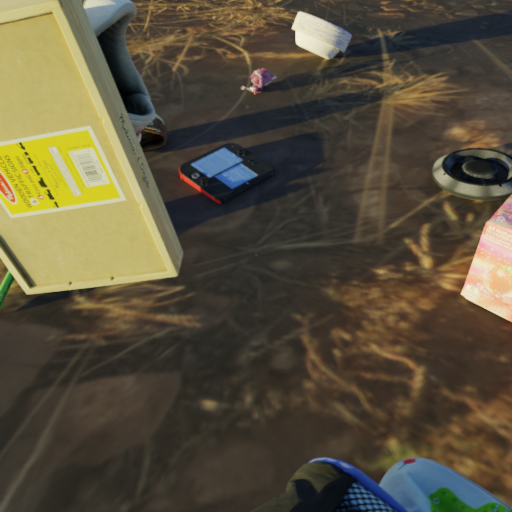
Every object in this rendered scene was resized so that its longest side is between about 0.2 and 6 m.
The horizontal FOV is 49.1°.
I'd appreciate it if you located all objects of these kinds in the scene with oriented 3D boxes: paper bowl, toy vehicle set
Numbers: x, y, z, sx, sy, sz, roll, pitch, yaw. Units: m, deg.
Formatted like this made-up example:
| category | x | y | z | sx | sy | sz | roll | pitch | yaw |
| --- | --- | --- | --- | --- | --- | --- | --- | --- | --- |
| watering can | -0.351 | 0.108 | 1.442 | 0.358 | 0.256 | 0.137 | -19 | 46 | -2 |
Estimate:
| category | x | y | z | sx | sy | sz | roll | pitch | yaw |
| --- | --- | --- | --- | --- | --- | --- | --- | --- | --- |
| paper bowl | 1.681 | -5.819 | 14.938 | 1.552 | 0.807 | 1.552 | 21 | 21 | -8 |
| toy vehicle set | -2.205 | -0.923 | 5.871 | 2.014 | 3.242 | 0.430 | -6 | 43 | 10 |

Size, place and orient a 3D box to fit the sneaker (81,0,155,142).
| category | x | y | z | sx | sy | sz | roll | pitch | yaw |
| --- | --- | --- | --- | --- | --- | --- | --- | --- | --- |
| sneaker | -1.960 | -1.380 | 6.546 | 1.542 | 3.483 | 1.291 | 20 | 40 | 15 |

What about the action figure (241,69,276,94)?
| category | x | y | z | sx | sy | sz | roll | pitch | yaw |
| --- | --- | --- | --- | --- | --- | --- | --- | --- | --- |
| action figure | 0.059 | -4.227 | 13.828 | 0.642 | 0.577 | 0.862 | 32 | 48 | -26 |

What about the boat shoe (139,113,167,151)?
| category | x | y | z | sx | sy | sz | roll | pitch | yaw |
| --- | --- | --- | --- | --- | --- | --- | --- | --- | --- |
| boat shoe | -2.965 | -2.402 | 11.368 | 2.379 | 0.879 | 0.880 | -15 | 50 | -17 |

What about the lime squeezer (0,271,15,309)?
| category | x | y | z | sx | sy | sz | roll | pitch | yaw |
| --- | --- | --- | --- | --- | --- | --- | --- | --- | --- |
| lime squeezer | -3.339 | -0.162 | 9.251 | 1.045 | 0.558 | 2.960 | 48 | 53 | 3 |

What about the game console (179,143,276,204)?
| category | x | y | z | sx | sy | sz | roll | pitch | yaw |
| --- | --- | --- | --- | --- | --- | --- | --- | --- | --- |
| game console | -0.590 | -1.665 | 10.997 | 1.535 | 0.238 | 1.357 | -33 | 51 | -31 |

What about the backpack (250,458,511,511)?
| category | x | y | z | sx | sy | sz | roll | pitch | yaw |
| --- | --- | --- | --- | --- | --- | --- | --- | --- | --- |
| backpack | 1.142 | 3.302 | 3.041 | 2.746 | 3.420 | 3.737 | -22 | 45 | -36 |

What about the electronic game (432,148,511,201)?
| category | x | y | z | sx | sy | sz | roll | pitch | yaw |
| --- | --- | --- | --- | --- | --- | --- | --- | --- | --- |
| electronic game | 4.300 | -1.592 | 10.804 | 1.731 | 0.360 | 1.731 | -5 | 39 | 4 |

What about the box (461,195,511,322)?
| category | x | y | z | sx | sy | sz | roll | pitch | yaw |
| --- | --- | --- | --- | --- | --- | --- | --- | --- | --- |
| box | 4.795 | 0.376 | 7.749 | 3.193 | 1.511 | 1.638 | 31 | 50 | 30 |
